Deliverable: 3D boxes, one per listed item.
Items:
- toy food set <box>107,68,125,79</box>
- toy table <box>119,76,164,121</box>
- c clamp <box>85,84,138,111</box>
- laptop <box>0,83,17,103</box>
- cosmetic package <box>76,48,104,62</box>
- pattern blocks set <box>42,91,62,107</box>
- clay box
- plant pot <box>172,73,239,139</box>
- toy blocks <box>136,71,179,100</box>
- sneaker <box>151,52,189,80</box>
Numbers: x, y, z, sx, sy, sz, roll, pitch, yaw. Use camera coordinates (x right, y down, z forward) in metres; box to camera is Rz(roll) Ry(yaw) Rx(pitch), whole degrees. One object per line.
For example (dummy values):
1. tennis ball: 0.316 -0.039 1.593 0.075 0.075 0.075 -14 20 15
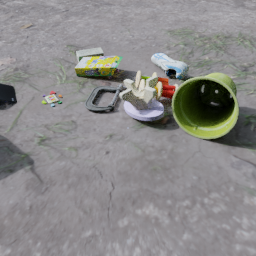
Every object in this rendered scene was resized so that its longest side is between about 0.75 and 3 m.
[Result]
1. toy food set: -0.933 -2.790 14.224 1.479 0.233 0.940 17 46 31
2. toy table: 0.573 -1.232 11.419 2.053 1.203 1.888 19 44 39
3. c clamp: -0.828 -1.401 12.562 1.949 0.309 2.281 13 43 14
4. laptop: -6.076 -1.355 12.681 1.653 0.854 1.465 -34 45 1
5. cosmetic package: -2.064 -3.943 15.313 1.400 0.498 0.736 -11 42 -12
6. pattern blocks set: -3.432 -1.313 12.630 1.068 0.087 0.939 32 50 31
7. clay box: -1.417 -3.123 14.135 2.215 0.527 1.273 4 41 17
8. plant pot: 3.255 -1.135 10.987 2.424 2.424 2.228 20 34 22
9. toy blocks: 1.591 -1.868 12.704 2.264 0.822 1.887 6 31 -11
10. sneaker: 1.959 -3.146 14.205 0.902 0.894 2.488 -50 46 -4
